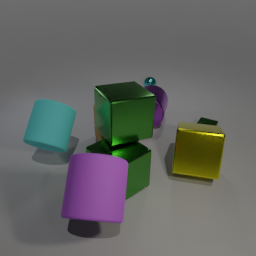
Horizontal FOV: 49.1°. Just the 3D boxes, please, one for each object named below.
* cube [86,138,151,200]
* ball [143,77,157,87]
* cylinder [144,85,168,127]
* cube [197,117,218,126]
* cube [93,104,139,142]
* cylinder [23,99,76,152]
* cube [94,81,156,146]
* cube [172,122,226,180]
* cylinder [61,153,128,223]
[{"bbox_3d":[-0.281,1.172,8.497,1.400,1.400,1.400,-24,39,-34],"label":"cube"},{"bbox_3d":[1.167,-2.359,14.856,0.700,0.700,0.700,0,32,0],"label":"ball"},{"bbox_3d":[0.925,-0.926,11.884,1.400,1.400,1.400,7,32,12],"label":"cylinder"},{"bbox_3d":[3.037,0.092,10.922,0.700,0.700,0.700,17,35,25],"label":"cube"},{"bbox_3d":[-0.453,-0.063,10.498,1.400,1.400,1.400,-9,33,-14],"label":"cube"},{"bbox_3d":[-2.550,-0.048,9.217,1.400,1.400,1.400,8,75,13],"label":"cylinder"},{"bbox_3d":[-0.137,-0.485,8.481,1.400,1.400,1.400,-11,30,-22],"label":"cube"},{"bbox_3d":[2.220,0.659,8.940,1.400,1.400,1.400,7,12,12],"label":"cube"},{"bbox_3d":[-0.745,1.416,6.508,1.400,1.400,1.400,3,72,6],"label":"cylinder"}]
